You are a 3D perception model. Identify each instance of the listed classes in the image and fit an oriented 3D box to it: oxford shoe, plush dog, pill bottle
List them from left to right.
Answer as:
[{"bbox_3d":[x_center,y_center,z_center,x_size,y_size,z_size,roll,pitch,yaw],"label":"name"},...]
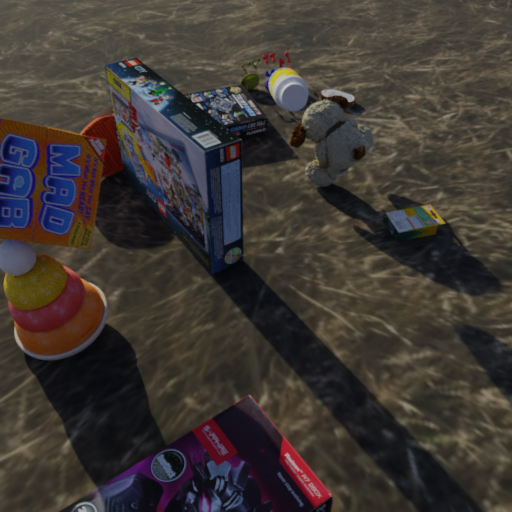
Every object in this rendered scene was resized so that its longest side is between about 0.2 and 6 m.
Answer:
[{"bbox_3d":[-3.152,-2.576,12.126,1.159,1.137,3.195,-2,36,36],"label":"oxford shoe"},{"bbox_3d":[0.582,-2.911,9.873,0.606,0.606,1.079,-5,30,-5],"label":"pill bottle"},{"bbox_3d":[1.479,-2.357,10.966,1.648,1.322,1.415,-42,93,-5],"label":"plush dog"}]

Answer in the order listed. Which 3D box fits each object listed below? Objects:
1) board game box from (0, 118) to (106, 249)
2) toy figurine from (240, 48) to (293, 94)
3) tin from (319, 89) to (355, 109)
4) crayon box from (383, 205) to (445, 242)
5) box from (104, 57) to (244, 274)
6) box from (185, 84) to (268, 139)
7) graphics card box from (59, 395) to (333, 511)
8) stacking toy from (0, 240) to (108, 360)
[{"bbox_3d":[-2.903,-0.949,7.496,1.437,1.438,1.436,8,4,-22],"label":"board game box"},{"bbox_3d":[0.492,-4.555,14.259,1.577,0.832,0.945,-25,54,-23],"label":"toy figurine"},{"bbox_3d":[2.036,-3.950,14.032,0.962,0.201,0.539,26,45,26],"label":"tin"},{"bbox_3d":[2.923,-0.612,10.397,0.946,0.244,0.594,-11,44,-10],"label":"crayon box"},{"bbox_3d":[-1.473,-1.678,9.922,0.674,2.443,3.577,-25,49,-24],"label":"box"},{"bbox_3d":[-0.899,-3.315,13.139,1.871,0.468,1.885,-15,45,-16],"label":"box"},{"bbox_3d":[-0.653,2.916,6.304,2.649,0.674,1.662,-26,49,-24],"label":"graphics card box"},{"bbox_3d":[-3.049,0.432,7.949,1.430,1.957,1.430,-4,49,4],"label":"stacking toy"}]
